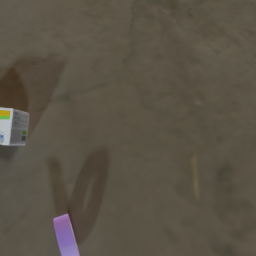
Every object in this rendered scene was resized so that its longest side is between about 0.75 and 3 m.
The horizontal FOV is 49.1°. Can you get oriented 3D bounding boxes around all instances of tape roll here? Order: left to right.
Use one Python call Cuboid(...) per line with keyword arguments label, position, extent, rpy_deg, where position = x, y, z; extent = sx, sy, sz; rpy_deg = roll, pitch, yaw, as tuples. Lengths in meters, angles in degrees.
Cuboid(label="tape roll", position=(-1.298, 2.361, 5.954), extent=(0.325, 0.990, 0.990), rpy_deg=(-15, 58, -15))

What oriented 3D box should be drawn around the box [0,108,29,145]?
Cuboid(label="box", position=(-3.714, -0.079, 7.360), extent=(1.809, 1.018, 0.917), rpy_deg=(5, 87, 4))
